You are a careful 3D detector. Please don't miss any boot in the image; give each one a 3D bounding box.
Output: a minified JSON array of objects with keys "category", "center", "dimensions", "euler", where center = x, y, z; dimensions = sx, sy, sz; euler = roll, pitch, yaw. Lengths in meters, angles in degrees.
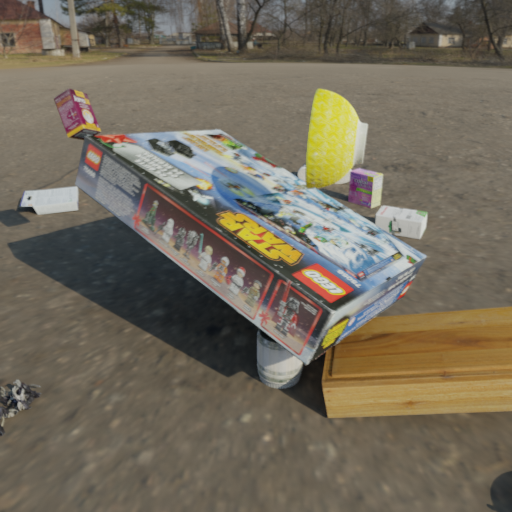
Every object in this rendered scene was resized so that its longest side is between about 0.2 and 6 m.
[{"category":"boot","center":[1.925,-2.343,15.319],"dimensions":[1.505,0.547,0.680],"euler":[6,30,15]}]

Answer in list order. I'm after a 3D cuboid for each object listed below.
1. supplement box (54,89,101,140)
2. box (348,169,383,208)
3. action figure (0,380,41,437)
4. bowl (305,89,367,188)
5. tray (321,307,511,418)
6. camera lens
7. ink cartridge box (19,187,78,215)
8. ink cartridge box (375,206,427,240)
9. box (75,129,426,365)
[{"category":"supplement box","center":[-2.755,-2.169,8.649],"dimensions":[0.346,0.670,0.439],"euler":[-23,-4,23]},{"category":"box","center":[2.616,-1.623,13.434],"dimensions":[0.381,0.787,0.692],"euler":[-21,32,-40]},{"category":"action figure","center":[-2.874,1.678,6.491],"dimensions":[0.528,0.453,0.888],"euler":[-4,24,17]},{"category":"bowl","center":[0.900,-1.254,6.126],"dimensions":[0.584,1.086,1.086],"euler":[7,25,10]},{"category":"tray","center":[2.354,1.204,6.695],"dimensions":[2.994,0.554,1.477],"euler":[-7,21,15]},{"category":"camera lens","center":[0.305,1.231,7.114],"dimensions":[0.587,0.734,0.587],"euler":[0,24,0]},{"category":"ink cartridge box","center":[-4.916,-1.317,13.394],"dimensions":[1.269,0.258,1.267],"euler":[-6,25,-14]},{"category":"ink cartridge box","center":[3.062,-0.719,11.872],"dimensions":[0.970,0.409,0.709],"euler":[11,26,23]},{"category":"box","center":[-0.049,-0.475,7.685],"dimensions":[4.099,0.818,2.807],"euler":[36,30,25]}]
